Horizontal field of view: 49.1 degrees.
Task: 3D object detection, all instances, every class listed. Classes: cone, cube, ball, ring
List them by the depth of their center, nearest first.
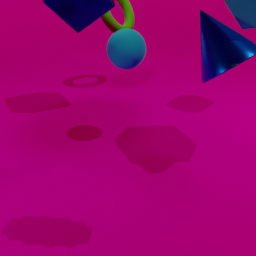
[{"bbox_3d":[2.386,-2.556,4.569,1.226,1.226,1.226,-54,29,-8],"label":"cube"},{"bbox_3d":[1.487,-1.513,4.739,1.109,1.113,1.109,-30,2,1],"label":"cone"},{"bbox_3d":[-0.032,-1.626,5.792,0.813,0.813,0.813,0,28,0],"label":"ball"},{"bbox_3d":[-1.262,-3.458,6.960,1.256,1.256,1.256,-27,59,22],"label":"cube"},{"bbox_3d":[-0.376,-3.858,9.225,0.330,1.650,1.650,-12,16,39],"label":"ring"}]
